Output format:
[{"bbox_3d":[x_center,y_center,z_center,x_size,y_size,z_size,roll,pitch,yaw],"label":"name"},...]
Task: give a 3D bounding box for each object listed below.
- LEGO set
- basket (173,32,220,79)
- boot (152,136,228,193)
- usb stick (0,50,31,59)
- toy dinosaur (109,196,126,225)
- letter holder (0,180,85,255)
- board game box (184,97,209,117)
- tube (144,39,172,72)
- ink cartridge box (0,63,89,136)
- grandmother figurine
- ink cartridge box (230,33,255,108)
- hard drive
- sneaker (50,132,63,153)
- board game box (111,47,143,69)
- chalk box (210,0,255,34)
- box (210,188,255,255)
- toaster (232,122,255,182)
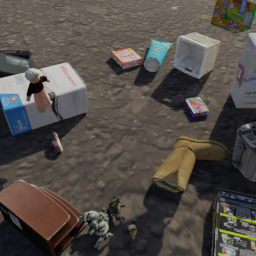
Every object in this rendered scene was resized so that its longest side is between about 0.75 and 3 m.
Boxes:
[{"bbox_3d":[-0.546,2.405,7.118,1.606,0.455,1.043,-6,44,-11],"label":"LEGO set"},{"bbox_3d":[3.111,-3.370,12.761,1.259,1.565,1.551,-31,51,-32],"label":"basket"},{"bbox_3d":[1.918,1.157,8.464,1.748,0.660,1.996,9,40,29],"label":"boot"},{"bbox_3d":[-5.963,-3.669,13.987,2.145,0.350,0.595,0,39,0],"label":"usb stick"},{"bbox_3d":[-0.354,2.101,7.555,0.484,0.364,0.947,-42,34,0],"label":"toy dinosaur"},{"bbox_3d":[-2.133,2.084,7.170,1.930,0.971,1.372,26,46,26],"label":"letter holder"},{"bbox_3d":[2.674,-0.821,10.934,0.630,0.210,0.937,-8,43,-9],"label":"board game box"},{"bbox_3d":[1.460,-3.761,13.911,1.154,0.751,2.980,20,40,2],"label":"tube"},{"bbox_3d":[-3.229,-1.198,10.575,2.930,1.234,2.118,-20,46,-21],"label":"ink cartridge box"},{"bbox_3d":[-2.671,-1.179,8.383,0.484,1.598,0.969,19,60,12],"label":"grandmother figurine"},{"bbox_3d":[5.200,-2.052,10.479,1.941,2.686,1.137,0,46,1],"label":"ink cartridge box"},{"bbox_3d":[-4.722,-2.511,11.948,1.680,0.396,2.407,9,26,-30],"label":"hard drive"},{"bbox_3d":[-2.486,0.489,9.406,0.368,0.346,0.898,-22,45,-14],"label":"sneaker"},{"bbox_3d":[-0.072,-3.452,13.755,1.055,0.323,1.393,-20,46,-21],"label":"board game box"},{"bbox_3d":[3.424,-3.518,8.794,1.286,0.802,0.797,14,1,-17],"label":"chalk box"},{"bbox_3d":[3.345,2.663,6.826,2.486,0.550,1.992,10,44,11],"label":"box"},{"bbox_3d":[4.254,0.633,8.355,2.317,1.497,1.317,-12,45,-13],"label":"toaster"}]
